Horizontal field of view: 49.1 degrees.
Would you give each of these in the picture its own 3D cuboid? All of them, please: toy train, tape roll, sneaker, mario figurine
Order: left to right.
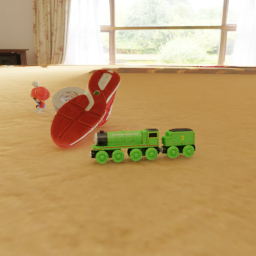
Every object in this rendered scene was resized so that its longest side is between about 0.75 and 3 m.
[{"bbox_3d":[-2.879,-0.965,8.808,0.654,0.761,1.233,-47,4,-22],"label":"mario figurine"},{"bbox_3d":[-1.688,-0.783,8.214,0.999,0.330,0.999,-2,47,2],"label":"tape roll"},{"bbox_3d":[-0.876,-0.185,6.607,0.941,1.388,2.402,26,53,14],"label":"sneaker"},{"bbox_3d":[0.293,0.284,5.049,1.972,0.556,0.412,-2,7,-10],"label":"toy train"}]
